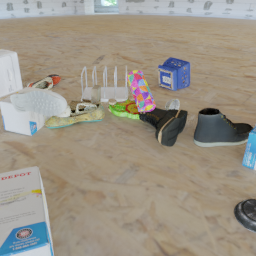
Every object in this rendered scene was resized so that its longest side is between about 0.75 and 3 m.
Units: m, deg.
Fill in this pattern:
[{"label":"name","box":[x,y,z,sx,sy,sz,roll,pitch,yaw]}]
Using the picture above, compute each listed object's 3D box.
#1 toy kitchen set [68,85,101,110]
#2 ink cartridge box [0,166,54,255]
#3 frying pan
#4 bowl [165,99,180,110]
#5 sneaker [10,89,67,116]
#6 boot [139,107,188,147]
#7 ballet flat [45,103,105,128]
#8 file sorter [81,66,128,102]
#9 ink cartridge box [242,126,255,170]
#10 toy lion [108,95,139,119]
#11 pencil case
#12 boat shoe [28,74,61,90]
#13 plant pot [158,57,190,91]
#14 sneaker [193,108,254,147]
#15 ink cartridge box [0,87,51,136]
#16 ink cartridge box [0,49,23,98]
[{"label":"toy kitchen set","box":[-1.953,-1.495,13.165,1.425,1.286,1.163,10,29,8]},{"label":"ink cartridge box","box":[-2.527,2.277,5.841,1.754,1.724,2.383,-9,30,-17]},{"label":"frying pan","box":[3.797,2.216,7.511,1.934,0.315,1.170,-12,31,-14]},{"label":"bowl","box":[1.945,-0.985,12.704,0.389,0.829,0.829,27,39,37]},{"label":"sneaker","box":[-3.023,-1.037,9.900,2.437,0.931,0.981,9,28,29]},{"label":"boot","box":[1.060,-0.169,11.049,1.968,1.102,2.845,14,18,21]},{"label":"ballet flat","box":[-2.291,-0.628,12.059,2.590,0.915,0.915,-9,30,-15]},{"label":"file sorter","box":[-1.189,-2.360,14.569,2.373,1.478,1.647,0,28,0]},{"label":"ink cartridge box","box":[4.953,0.741,9.037,1.852,1.340,1.364,23,36,35]},{"label":"toy lion","box":[0.080,-0.880,12.957,1.661,0.570,1.592,-13,39,-22]},{"label":"pencil case","box":[0.494,-1.427,10.904,0.755,0.755,1.709,-11,67,-19]},{"label":"boat shoe","box":[-4.532,-2.459,15.508,1.991,0.709,0.623,-28,31,-34]},{"label":"plant pot","box":[2.533,-2.976,15.767,1.334,1.484,1.484,-31,41,-32]},{"label":"sneaker","box":[3.761,-0.117,10.589,2.550,1.355,0.954,-9,30,-16]},{"label":"ink cartridge box","box":[-4.162,-0.765,11.771,1.306,1.329,1.806,10,29,14]},{"label":"ink cartridge box","box":[-7.599,-3.039,15.083,2.918,2.148,2.110,16,32,26]}]
